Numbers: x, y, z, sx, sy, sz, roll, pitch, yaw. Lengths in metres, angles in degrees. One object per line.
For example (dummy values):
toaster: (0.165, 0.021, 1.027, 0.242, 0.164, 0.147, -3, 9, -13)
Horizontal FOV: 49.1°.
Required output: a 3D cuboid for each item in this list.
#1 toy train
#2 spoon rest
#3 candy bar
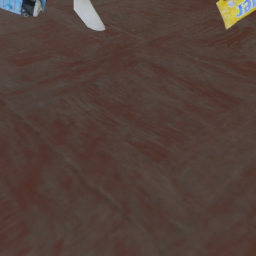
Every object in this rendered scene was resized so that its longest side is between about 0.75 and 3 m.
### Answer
toy train: (-2.936, -3.372, 6.729, 2.043, 0.886, 1.167, 14, 71, -21)
spoon rest: (-1.623, -4.337, 8.945, 0.870, 2.871, 1.426, -40, 33, 6)
candy bar: (2.851, -2.792, 5.364, 2.314, 0.577, 0.256, -28, 23, 17)
